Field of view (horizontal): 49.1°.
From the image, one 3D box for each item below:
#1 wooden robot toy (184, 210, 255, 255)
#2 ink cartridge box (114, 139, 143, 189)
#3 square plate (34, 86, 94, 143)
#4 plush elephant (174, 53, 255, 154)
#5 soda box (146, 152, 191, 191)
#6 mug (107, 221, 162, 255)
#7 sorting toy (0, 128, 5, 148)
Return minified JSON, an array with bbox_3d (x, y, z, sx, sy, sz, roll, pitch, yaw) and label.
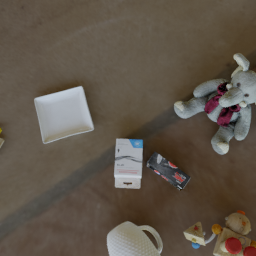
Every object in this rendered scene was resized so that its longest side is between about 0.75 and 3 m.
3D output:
[{"bbox_3d":[2.863,2.686,6.903,2.890,1.273,1.311,23,61,8],"label":"wooden robot toy"},{"bbox_3d":[0.020,0.988,7.833,0.761,0.438,1.314,2,70,1],"label":"ink cartridge box"},{"bbox_3d":[-1.925,-0.403,8.447,1.530,0.218,1.516,-16,72,-5],"label":"square plate"},{"bbox_3d":[2.886,-0.784,7.665,2.478,1.919,2.041,-34,74,-11],"label":"plush elephant"},{"bbox_3d":[1.107,1.194,7.789,1.211,0.384,0.429,35,74,11],"label":"soda box"},{"bbox_3d":[0.231,2.961,6.900,1.446,1.068,1.268,-14,55,-37],"label":"mug"},{"bbox_3d":[-3.986,0.395,8.224,0.719,0.129,0.965,20,71,12],"label":"sorting toy"}]
